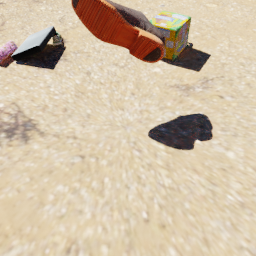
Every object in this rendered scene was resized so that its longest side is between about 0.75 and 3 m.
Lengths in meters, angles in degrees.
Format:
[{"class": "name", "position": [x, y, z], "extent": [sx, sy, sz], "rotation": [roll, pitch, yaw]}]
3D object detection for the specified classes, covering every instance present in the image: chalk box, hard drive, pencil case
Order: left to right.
[{"class": "pencil case", "position": [-4.798, -2.957, 10.909], "extent": [0.482, 0.504, 1.164], "rotation": [38, 44, -10]}, {"class": "hard drive", "position": [-3.710, -3.379, 11.175], "extent": [1.305, 0.308, 1.870], "rotation": [-14, 38, 19]}, {"class": "chalk box", "position": [1.695, -3.833, 11.270], "extent": [1.292, 1.286, 2.077], "rotation": [20, 46, 20]}]

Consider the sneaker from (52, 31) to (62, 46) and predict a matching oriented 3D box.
[{"class": "sneaker", "position": [-3.069, -3.977, 12.016], "extent": [0.445, 0.513, 1.158], "rotation": [-10, 43, -11]}]

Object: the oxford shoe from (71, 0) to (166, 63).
[{"class": "oxford shoe", "position": [-0.199, -2.804, 7.496], "extent": [2.761, 0.984, 1.006], "rotation": [30, 50, -18]}]
